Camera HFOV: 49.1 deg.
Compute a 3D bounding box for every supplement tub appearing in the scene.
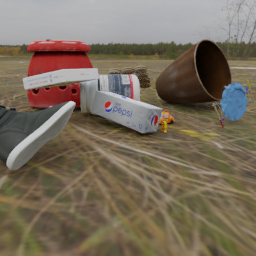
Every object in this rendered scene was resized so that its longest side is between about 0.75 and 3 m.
[{"bbox_3d":[-0.600,-1.088,9.121,1.848,1.297,1.297,-2,16,-7],"label":"supplement tub"}]

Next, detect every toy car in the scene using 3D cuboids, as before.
[{"bbox_3d":[1.116,-0.224,7.837,0.565,0.383,1.152,-2,16,-6],"label":"toy car"}]

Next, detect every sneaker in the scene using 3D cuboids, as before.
[{"bbox_3d":[-1.955,-0.191,5.564,1.105,0.788,2.228,32,37,4],"label":"sneaker"}]

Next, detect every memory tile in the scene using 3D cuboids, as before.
[{"bbox_3d":[0.109,-1.718,9.762,1.307,0.143,1.706,-4,-15,10],"label":"memory tile"}]

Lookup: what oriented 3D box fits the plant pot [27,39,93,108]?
[{"bbox_3d":[-2.433,-2.021,10.389,2.551,2.323,2.551,1,14,0],"label":"plant pot"}]

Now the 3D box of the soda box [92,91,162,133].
[{"bbox_3d":[-0.075,-0.476,7.616,1.972,0.673,0.626,22,15,38],"label":"soda box"}]

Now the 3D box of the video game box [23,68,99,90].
[{"bbox_3d":[-1.828,-1.380,7.836,1.443,0.371,1.583,-3,11,26],"label":"video game box"}]

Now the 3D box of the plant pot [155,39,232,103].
[{"bbox_3d":[2.245,-1.804,10.517,2.198,2.198,2.351,-15,0,-41],"label":"plant pot"}]

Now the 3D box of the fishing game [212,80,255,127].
[{"bbox_3d":[2.961,-0.744,7.888,1.498,1.073,0.233,-36,20,-19],"label":"fishing game"}]
